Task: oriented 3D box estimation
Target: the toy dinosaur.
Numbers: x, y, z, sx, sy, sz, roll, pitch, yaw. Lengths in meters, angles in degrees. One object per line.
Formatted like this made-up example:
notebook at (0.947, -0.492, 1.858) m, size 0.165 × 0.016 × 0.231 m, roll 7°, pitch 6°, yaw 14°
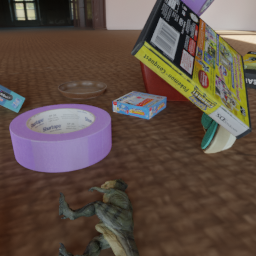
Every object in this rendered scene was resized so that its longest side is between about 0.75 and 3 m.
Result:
toy dinosaur at (-0.380, 1.440, 3.990) m, size 1.189 × 0.640 × 2.697 m, roll 1°, pitch 26°, yaw -13°

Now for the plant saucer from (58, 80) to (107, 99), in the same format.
plant saucer at (-1.765, -1.494, 10.965) m, size 1.883 × 0.324 × 1.883 m, roll -1°, pitch 24°, yaw 0°

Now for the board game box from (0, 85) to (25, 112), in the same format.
board game box at (-4.790, -1.392, 9.160) m, size 2.429 × 0.570 × 1.834 m, roll 21°, pitch -7°, yaw 40°

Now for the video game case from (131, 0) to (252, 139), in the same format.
video game case at (1.397, -1.429, 5.531) m, size 2.466 × 0.348 × 2.728 m, roll 35°, pitch 42°, yaw -15°

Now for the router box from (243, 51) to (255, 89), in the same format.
router box at (5.983, -2.406, 11.888) m, size 2.659 × 0.694 × 2.091 m, roll 20°, pitch 48°, yaw 38°

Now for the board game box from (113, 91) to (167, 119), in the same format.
board game box at (0.403, -0.787, 9.275) m, size 1.323 × 0.378 × 1.351 m, roll 14°, pitch 27°, yaw 28°

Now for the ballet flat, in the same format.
ballet flat at (2.313, 0.048, 6.983) m, size 0.860 × 0.860 × 2.476 m, roll 6°, pitch 23°, yaw 13°

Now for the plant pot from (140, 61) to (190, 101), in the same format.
plant pot at (1.555, -2.137, 10.203) m, size 2.281 × 2.012 × 2.283 m, roll 3°, pitch 20°, yaw 6°

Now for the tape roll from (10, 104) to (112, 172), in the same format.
tape roll at (-1.553, 0.136, 6.717) m, size 2.308 × 0.757 × 2.308 m, roll 1°, pitch 23°, yaw 0°

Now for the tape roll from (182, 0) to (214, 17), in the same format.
tape roll at (2.117, -3.828, 7.698) m, size 0.656 × 1.544 × 1.544 m, roll 42°, pitch 33°, yaw 4°
